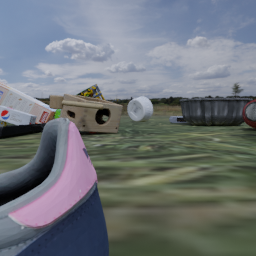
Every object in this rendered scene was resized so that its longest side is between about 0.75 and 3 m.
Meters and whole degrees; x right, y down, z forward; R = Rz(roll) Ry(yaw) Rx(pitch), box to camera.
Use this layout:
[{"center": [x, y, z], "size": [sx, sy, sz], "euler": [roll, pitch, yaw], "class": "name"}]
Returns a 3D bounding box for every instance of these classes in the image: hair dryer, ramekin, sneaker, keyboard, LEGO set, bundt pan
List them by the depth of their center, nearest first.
[{"center": [-0.525, 0.193, 0.345], "size": [1.075, 0.441, 0.377], "euler": [-2, 4, -34], "class": "sneaker"}, {"center": [-2.070, 0.027, 5.666], "size": [1.412, 0.229, 2.223], "euler": [-5, 3, 6], "class": "keyboard"}, {"center": [3.886, -0.674, 6.880], "size": [2.153, 0.768, 2.826], "euler": [-18, -24, -6], "class": "hair dryer"}, {"center": [3.024, -0.549, 9.785], "size": [2.447, 0.918, 2.447], "euler": [-1, 3, 0], "class": "bundt pan"}, {"center": [-1.859, -0.778, 12.679], "size": [2.294, 1.729, 2.984], "euler": [-33, 12, -20], "class": "LEGO set"}, {"center": [0.554, -0.881, 13.586], "size": [1.243, 1.243, 0.606], "euler": [3, 13, 43], "class": "ramekin"}]

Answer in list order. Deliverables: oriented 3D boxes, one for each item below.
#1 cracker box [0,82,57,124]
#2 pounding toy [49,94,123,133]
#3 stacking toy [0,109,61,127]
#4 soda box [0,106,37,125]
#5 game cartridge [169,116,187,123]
[{"center": [-3.305, -0.751, 8.740], "size": [2.102, 0.606, 1.408], "euler": [26, 0, -6], "class": "cracker box"}, {"center": [-0.899, -0.241, 5.628], "size": [1.521, 0.696, 1.336], "euler": [4, 11, -41], "class": "pounding toy"}, {"center": [-3.048, -0.366, 9.667], "size": [2.907, 0.683, 2.192], "euler": [2, 5, -4], "class": "stacking toy"}, {"center": [-2.999, -0.297, 7.415], "size": [1.061, 0.361, 0.338], "euler": [16, 2, 8], "class": "soda box"}, {"center": [2.658, -0.347, 11.822], "size": [1.657, 0.344, 1.103], "euler": [1, -1, 19], "class": "game cartridge"}]
